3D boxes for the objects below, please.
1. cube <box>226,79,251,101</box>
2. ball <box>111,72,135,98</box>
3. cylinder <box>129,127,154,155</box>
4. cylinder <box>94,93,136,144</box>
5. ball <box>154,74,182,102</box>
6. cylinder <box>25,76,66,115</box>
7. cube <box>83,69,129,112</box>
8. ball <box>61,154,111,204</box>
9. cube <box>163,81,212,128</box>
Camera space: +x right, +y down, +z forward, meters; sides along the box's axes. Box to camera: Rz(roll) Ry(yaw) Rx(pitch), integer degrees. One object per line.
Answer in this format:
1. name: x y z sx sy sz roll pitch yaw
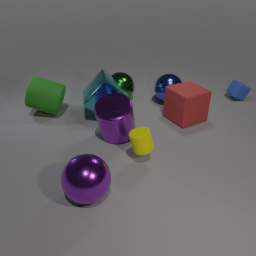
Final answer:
1. cube: 5.487 -1.885 13.919 0.700 0.700 0.700 13 27 -27
2. ball: -0.374 -2.024 13.704 1.400 1.400 1.400 0 31 0
3. cylinder: 0.445 0.422 9.274 0.700 0.700 0.700 -13 28 7
4. cylinder: -0.466 -0.353 10.491 1.400 1.400 1.400 -4 50 5
5. ball: 1.963 -1.910 13.489 1.400 1.400 1.400 0 31 0
6. cylinder: -3.613 -1.419 12.330 1.400 1.400 1.400 16 30 -7
7. cube: -0.976 -1.404 12.112 1.400 1.400 1.400 36 18 -27
8. ball: -1.170 1.420 7.866 1.400 1.400 1.400 0 31 0
9. cube: 2.506 -1.041 12.016 1.400 1.400 1.400 -16 34 -26
